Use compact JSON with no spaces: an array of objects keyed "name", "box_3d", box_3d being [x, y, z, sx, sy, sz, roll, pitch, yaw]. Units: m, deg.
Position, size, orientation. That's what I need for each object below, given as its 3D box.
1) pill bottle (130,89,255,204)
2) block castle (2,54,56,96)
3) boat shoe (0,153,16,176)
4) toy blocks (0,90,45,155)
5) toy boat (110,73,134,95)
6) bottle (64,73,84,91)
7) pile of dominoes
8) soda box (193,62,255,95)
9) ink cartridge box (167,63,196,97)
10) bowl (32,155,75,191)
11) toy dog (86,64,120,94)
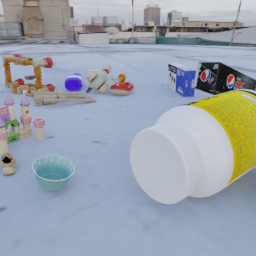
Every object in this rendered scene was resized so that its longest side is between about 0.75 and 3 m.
[{"name":"pill bottle","box_3d":[1.547,0.275,5.373,2.989,1.681,1.681,-17,26,-39]},{"name":"block castle","box_3d":[-4.462,-2.439,12.785,2.530,1.691,1.187,13,23,30]},{"name":"boat shoe","box_3d":[-2.654,0.716,6.205,0.333,0.302,0.935,-11,23,-26]},{"name":"toy blocks","box_3d":[-3.226,-0.263,7.413,1.551,1.305,1.449,14,25,34]},{"name":"toy boat","box_3d":[-0.271,-2.012,12.720,0.914,0.916,1.401,5,21,14]},{"name":"bottle","box_3d":[-2.635,-2.356,14.047,0.827,0.646,1.980,-1,20,-2]},{"name":"pile of dominoes","box_3d":[-2.708,-1.177,11.623,2.302,0.367,1.795,-2,18,-30]},{"name":"soda box","box_3d":[3.224,-1.434,9.126,2.498,0.884,0.791,9,4,-42]},{"name":"ink cartridge box","box_3d":[2.468,-2.314,13.169,0.550,1.170,2.489,-3,21,-8]},{"name":"bowl","box_3d":[-1.434,0.905,5.359,0.787,0.412,0.787,11,28,-6]},{"name":"toy dog","box_3d":[-1.397,-2.267,13.332,1.073,1.469,2.228,-34,-1,28]}]
